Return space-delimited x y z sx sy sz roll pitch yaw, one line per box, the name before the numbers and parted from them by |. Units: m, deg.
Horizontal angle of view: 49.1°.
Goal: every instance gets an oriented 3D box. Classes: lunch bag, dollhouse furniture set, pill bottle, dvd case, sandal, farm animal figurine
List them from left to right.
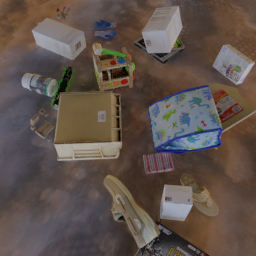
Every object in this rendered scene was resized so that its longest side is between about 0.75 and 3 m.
pill bottle | -4.023 -1.996 12.764 1.438 0.813 0.813 17 57 12
dollhouse furniture set | -3.497 -0.067 11.825 1.182 0.577 1.008 38 62 -4
farm animal figurine | -3.739 -6.620 16.242 0.793 0.413 0.784 -3 67 -11
dvd case | 1.601 -4.292 14.690 1.593 0.262 2.120 -38 64 -24
lunch bag | 2.165 -0.223 11.028 2.570 1.637 2.185 -11 55 7
sandal | 2.513 2.299 9.917 0.659 0.592 1.798 -31 62 -15

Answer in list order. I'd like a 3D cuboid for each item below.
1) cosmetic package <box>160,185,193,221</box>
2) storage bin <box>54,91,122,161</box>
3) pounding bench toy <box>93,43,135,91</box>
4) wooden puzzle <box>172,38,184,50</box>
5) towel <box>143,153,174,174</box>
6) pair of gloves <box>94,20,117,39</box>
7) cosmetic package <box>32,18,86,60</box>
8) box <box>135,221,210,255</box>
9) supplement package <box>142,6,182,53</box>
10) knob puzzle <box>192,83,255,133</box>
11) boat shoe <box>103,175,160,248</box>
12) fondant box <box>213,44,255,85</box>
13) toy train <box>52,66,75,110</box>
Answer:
cosmetic package | 1.539 2.463 9.125 0.882 1.736 0.643 5 56 3
storage bin | -1.546 -0.141 11.272 2.541 1.199 2.559 -2 55 -2
pounding bench toy | -0.598 -2.903 12.551 1.716 2.200 1.366 -13 56 -8
wooden puzzle | 2.363 -4.372 14.497 0.922 0.172 0.853 -12 56 -9
towel | 1.170 1.325 10.868 1.106 0.165 0.809 -7 55 -4
pair of gloves | -1.258 -5.502 15.576 1.303 0.185 1.620 1 55 1
cosmetic package | -3.531 -4.633 14.457 2.397 1.017 1.290 26 61 18
box | 1.336 4.195 8.674 2.104 0.508 1.666 30 60 19
supplement package | 1.767 -4.936 14.048 1.224 1.271 2.235 7 52 28
knob puzzle | 3.626 -0.902 12.133 2.941 0.408 2.941 -10 56 15
boat shoe | -0.138 2.657 9.279 0.909 1.010 2.799 -34 50 -16
fondant box | 4.933 -3.005 13.206 0.470 1.164 1.614 -18 55 -34
toy train | -2.955 -1.824 12.726 0.503 0.680 2.411 19 55 -13
